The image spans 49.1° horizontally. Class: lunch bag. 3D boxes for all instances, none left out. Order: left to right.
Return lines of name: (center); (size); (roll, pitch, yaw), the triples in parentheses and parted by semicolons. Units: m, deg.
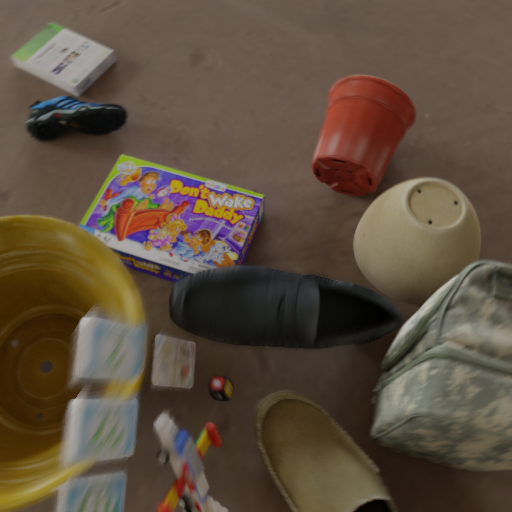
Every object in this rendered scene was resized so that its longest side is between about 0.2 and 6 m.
lunch bag: (2.716, 1.499, 7.465); (1.853, 2.660, 2.231); (16, 65, 4)

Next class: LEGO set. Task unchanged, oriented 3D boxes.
LEGO set: (-1.018, 2.129, 6.924); (0.769, 3.135, 2.342); (-4, 74, 25)

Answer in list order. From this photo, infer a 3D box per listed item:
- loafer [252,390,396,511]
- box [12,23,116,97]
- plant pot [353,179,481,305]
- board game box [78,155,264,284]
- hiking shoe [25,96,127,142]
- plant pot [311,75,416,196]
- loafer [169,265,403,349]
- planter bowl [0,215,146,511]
loafer: (1.149, 3.172, 7.327); (1.306, 1.158, 3.435); (-31, 65, -16)
box: (-4.089, -4.213, 11.951); (1.767, 0.321, 1.275); (29, 65, 14)
plant pot: (2.763, -0.456, 9.216); (2.115, 1.420, 2.115); (0, 60, 0)
board game box: (-1.447, -0.545, 9.717); (2.751, 0.616, 1.850); (17, 62, 9)
hiking shoe: (-3.507, -2.829, 10.929); (1.952, 0.726, 0.846); (-6, 62, -3)
plant pot: (1.828, -2.063, 10.107); (1.656, 1.656, 1.611); (20, 71, 11)
loafer: (0.497, 0.728, 7.989); (3.416, 1.199, 1.160); (6, 83, -23)
planter bowl: (-3.243, 1.481, 7.893); (3.823, 1.592, 3.823); (-1, 71, 3)
